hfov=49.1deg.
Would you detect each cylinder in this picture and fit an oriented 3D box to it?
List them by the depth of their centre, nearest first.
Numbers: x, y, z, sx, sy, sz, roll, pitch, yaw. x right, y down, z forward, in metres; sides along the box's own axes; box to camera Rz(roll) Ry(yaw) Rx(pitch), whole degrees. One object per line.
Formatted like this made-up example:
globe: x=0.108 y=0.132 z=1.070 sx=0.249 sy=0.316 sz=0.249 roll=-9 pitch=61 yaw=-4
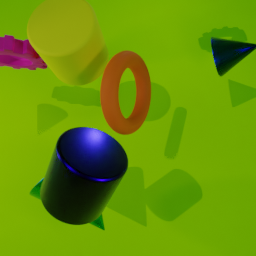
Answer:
cylinder: x=-0.693 y=0.731 z=4.335 sx=1.093 sy=1.093 sz=1.093 roll=19 pitch=34 yaw=-13
cylinder: x=-1.203 y=-1.802 z=5.977 sx=1.379 sy=1.379 sz=1.379 roll=-2 pitch=74 yaw=7

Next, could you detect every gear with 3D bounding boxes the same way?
gear: x=-2.727 y=-1.756 z=6.665 sx=1.702 sy=1.702 sz=0.315 roll=3 pitch=87 yaw=1

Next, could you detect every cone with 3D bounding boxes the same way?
cone: x=-0.968 y=1.533 z=5.936 sx=1.543 sy=1.543 sz=1.549 roll=-37 pitch=83 yaw=-11
cone: x=2.640 y=-1.848 z=6.753 sx=1.020 sy=1.016 sz=1.016 roll=-11 pitch=69 yaw=27

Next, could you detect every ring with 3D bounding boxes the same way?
ring: x=0.006 y=-0.724 z=5.879 sx=0.350 sy=1.750 sz=1.750 roll=6 pitch=69 yaw=30
